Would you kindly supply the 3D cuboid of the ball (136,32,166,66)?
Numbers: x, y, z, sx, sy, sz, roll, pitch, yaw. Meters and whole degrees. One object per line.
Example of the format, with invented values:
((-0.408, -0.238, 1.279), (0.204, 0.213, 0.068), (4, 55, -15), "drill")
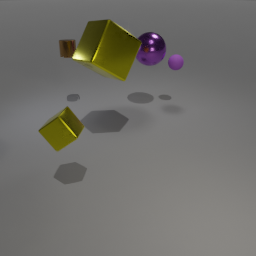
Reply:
((0.936, -3.371, 11.989), (1.400, 1.400, 1.400), (0, 28, 0), "ball")

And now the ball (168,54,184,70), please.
((2.164, -2.965, 12.668), (0.700, 0.700, 0.700), (0, 28, 0), "ball")

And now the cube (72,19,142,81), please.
((-0.694, -2.496, 9.072), (1.400, 1.400, 1.400), (23, 1, -38), "cube")

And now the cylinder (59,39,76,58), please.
((-2.568, -3.396, 11.955), (0.700, 0.700, 0.700), (0, 22, 0), "cylinder")

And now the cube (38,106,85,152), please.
((-1.622, 0.020, 6.920), (0.700, 0.700, 0.700), (-32, 17, 20), "cube")
